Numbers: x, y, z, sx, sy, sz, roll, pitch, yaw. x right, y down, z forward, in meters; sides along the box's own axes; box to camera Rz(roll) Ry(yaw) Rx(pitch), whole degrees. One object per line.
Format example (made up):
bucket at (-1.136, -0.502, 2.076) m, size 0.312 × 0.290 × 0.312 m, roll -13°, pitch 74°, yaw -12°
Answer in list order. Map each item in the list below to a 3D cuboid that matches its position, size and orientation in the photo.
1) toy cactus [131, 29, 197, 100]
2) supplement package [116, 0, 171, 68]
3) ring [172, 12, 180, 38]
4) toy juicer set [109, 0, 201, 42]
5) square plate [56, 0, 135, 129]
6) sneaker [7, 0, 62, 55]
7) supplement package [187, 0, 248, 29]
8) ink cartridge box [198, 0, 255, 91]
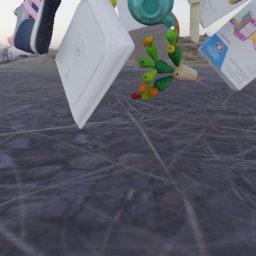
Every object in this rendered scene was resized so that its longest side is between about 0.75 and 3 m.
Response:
toy cactus at (0.654, -1.013, 4.847) m, size 1.095 × 1.327 × 0.678 m, roll 9°, pitch 24°, yaw -22°
supplement package at (0.713, -3.907, 10.995) m, size 1.745 × 1.724 × 2.878 m, roll -13°, pitch -15°, yaw 7°
ring at (1.603, -4.417, 12.321) m, size 1.702 × 1.702 × 0.163 m, roll 15°, pitch 41°, yaw 44°
toy juicer set at (0.568, -2.909, 5.871) m, size 2.491 × 1.584 × 0.678 m, roll 13°, pitch 38°, yaw -6°
square plate at (-0.726, -1.219, 4.621) m, size 0.257 × 1.792 × 1.809 m, roll 5°, pitch 48°, yaw -38°
sneaker at (-1.620, -2.165, 4.869) m, size 0.721 × 1.757 × 0.616 m, roll 11°, pitch -11°, yaw 12°
supplement package at (2.152, -3.007, 6.180) m, size 1.528 × 0.869 × 0.837 m, roll -31°, pitch 11°, yaw 20°
ink cartridge box at (3.391, -2.408, 7.761) m, size 2.301 × 1.663 × 0.974 m, roll -42°, pitch -1°, yaw 13°
